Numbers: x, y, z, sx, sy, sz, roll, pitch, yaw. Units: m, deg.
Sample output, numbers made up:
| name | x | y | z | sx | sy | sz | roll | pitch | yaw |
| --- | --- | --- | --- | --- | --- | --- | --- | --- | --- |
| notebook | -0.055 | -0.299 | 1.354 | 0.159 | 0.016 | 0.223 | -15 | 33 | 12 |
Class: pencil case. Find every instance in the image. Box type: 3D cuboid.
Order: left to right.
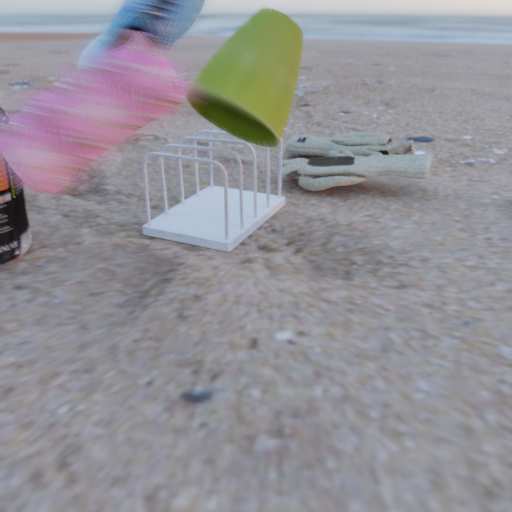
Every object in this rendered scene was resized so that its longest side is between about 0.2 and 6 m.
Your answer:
| name | x | y | z | sx | sy | sz | roll | pitch | yaw |
| --- | --- | --- | --- | --- | --- | --- | --- | --- | --- |
| pencil case | -1.895 | -1.660 | 6.564 | 2.193 | 0.908 | 0.949 | -35 | -8 | 2 |

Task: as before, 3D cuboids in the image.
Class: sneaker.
| name | x | y | z | sx | sy | sz | roll | pitch | yaw |
| --- | --- | --- | --- | --- | --- | --- | --- | --- | --- |
| sneaker | -1.783 | -4.081 | 9.874 | 1.340 | 3.418 | 1.537 | 32 | 4 | -30 |

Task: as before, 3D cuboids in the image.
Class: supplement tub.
| name | x | y | z | sx | sy | sz | roll | pitch | yaw |
| --- | --- | --- | --- | --- | --- | --- | --- | --- | --- |
| supplement tub | -4.077 | -1.136 | 7.783 | 1.504 | 2.456 | 1.504 | 1 | 25 | -1 |

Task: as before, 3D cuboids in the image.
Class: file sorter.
| name | x | y | z | sx | sy | sz | roll | pitch | yaw |
| --- | --- | --- | --- | --- | --- | --- | --- | --- | --- |
| file sorter | -0.646 | -1.244 | 9.251 | 1.564 | 1.404 | 2.254 | 11 | 28 | 22 |

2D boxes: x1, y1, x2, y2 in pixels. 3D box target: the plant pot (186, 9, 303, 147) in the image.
| name | x | y | z | sx | sy | sz | roll | pitch | yaw |
| --- | --- | --- | --- | --- | --- | --- | --- | --- | --- |
| plant pot | 0.007 | -2.563 | 7.825 | 1.444 | 1.543 | 1.444 | 26 | -4 | 2 |

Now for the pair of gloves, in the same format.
| name | x | y | z | sx | sy | sz | roll | pitch | yaw |
| --- | --- | --- | --- | --- | --- | --- | --- | --- | --- |
| pair of gloves | 1.992 | -2.001 | 11.768 | 2.954 | 0.609 | 3.474 | -1 | 22 | 8 |
